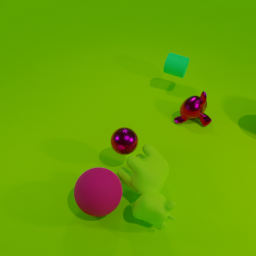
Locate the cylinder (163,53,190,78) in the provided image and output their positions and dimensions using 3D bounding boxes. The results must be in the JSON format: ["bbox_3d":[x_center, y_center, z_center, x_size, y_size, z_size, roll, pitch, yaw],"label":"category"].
[{"bbox_3d":[1.725,-2.232,9.983,0.732,0.732,0.732,20,45,13],"label":"cylinder"}]

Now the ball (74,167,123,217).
[{"bbox_3d":[-0.667,1.430,6.308,1.086,1.086,1.086,0,41,0],"label":"ball"}]

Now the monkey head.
[{"bbox_3d":[2.147,-0.509,8.840,0.825,1.369,0.985,5,47,-49],"label":"monkey head"}]

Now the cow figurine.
[{"bbox_3d":[0.569,1.341,6.551,1.692,0.944,1.719,44,38,13],"label":"cow figurine"}]

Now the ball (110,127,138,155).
[{"bbox_3d":[-0.091,0.333,7.140,0.716,0.716,0.716,0,41,0],"label":"ball"}]
